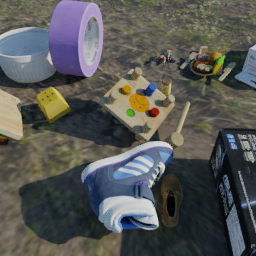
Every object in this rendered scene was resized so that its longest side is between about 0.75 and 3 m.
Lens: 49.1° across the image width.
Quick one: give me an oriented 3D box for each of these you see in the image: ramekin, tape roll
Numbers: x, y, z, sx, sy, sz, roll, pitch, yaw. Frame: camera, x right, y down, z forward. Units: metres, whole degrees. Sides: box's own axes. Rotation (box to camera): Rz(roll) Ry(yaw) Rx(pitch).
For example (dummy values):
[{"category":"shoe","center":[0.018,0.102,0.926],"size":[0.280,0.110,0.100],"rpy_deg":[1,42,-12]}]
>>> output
[{"category":"ramekin","center":[-3.658,-2.666,10.358],"size":[2.296,1.205,2.296],"rpy_deg":[0,43,0]},{"category":"tape roll","center":[-1.749,-3.114,9.889],"size":[1.059,2.493,2.493],"rpy_deg":[9,45,10]}]

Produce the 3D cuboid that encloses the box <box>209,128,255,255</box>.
[{"category":"box","center":[3.290,1.467,5.986],"size":[2.429,1.277,2.966],"rpy_deg":[3,44,2]}]

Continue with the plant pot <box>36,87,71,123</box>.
[{"category":"plant pot","center":[-2.310,-0.764,8.470],"size":[0.776,0.684,0.776],"rpy_deg":[-34,65,-11]}]

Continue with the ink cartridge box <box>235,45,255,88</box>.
[{"category":"ink cartridge box","center":[5.524,-2.459,10.279],"size":[2.980,1.011,1.729],"rpy_deg":[-33,53,-29]}]

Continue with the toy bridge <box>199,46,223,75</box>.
[{"category":"toy bridge","center":[3.108,-2.661,11.040],"size":[0.627,0.254,1.866],"rpy_deg":[-7,44,-3]}]

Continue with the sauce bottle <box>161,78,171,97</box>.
[{"category":"sauce bottle","center":[1.190,-1.160,8.892],"size":[0.314,0.952,0.314],"rpy_deg":[0,52,0]}]

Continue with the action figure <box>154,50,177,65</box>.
[{"category":"action figure","center":[1.534,-2.827,11.114],"size":[0.809,0.423,0.782],"rpy_deg":[25,58,23]}]

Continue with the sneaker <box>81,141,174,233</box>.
[{"category":"sneaker","center":[0.372,1.375,6.226],"size":[2.508,1.010,1.837],"rpy_deg":[-13,47,-28]}]

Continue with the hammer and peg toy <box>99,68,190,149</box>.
[{"category":"hammer and peg toy","center":[0.614,-0.492,8.141],"size":[2.477,0.874,1.822],"rpy_deg":[39,55,0]}]

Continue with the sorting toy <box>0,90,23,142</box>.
[{"category":"sorting toy","center":[-4.000,-0.474,7.854],"size":[0.640,1.838,1.827],"rpy_deg":[-45,43,18]}]

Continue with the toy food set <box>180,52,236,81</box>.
[{"category":"toy food set","center":[2.923,-2.429,10.428],"size":[1.825,0.366,1.260],"rpy_deg":[26,61,33]}]

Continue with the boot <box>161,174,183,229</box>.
[{"category":"boot","center":[1.022,1.550,6.462],"size":[0.514,0.527,1.397],"rpy_deg":[3,43,6]}]
